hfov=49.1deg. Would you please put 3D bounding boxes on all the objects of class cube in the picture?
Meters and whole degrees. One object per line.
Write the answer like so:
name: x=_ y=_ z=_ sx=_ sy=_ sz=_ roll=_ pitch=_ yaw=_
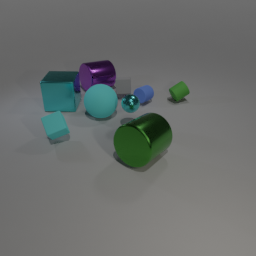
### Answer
cube: x=-0.219 y=-2.013 z=13.280 sx=0.700 sy=0.700 sz=0.700 roll=-2 pitch=17 yaw=1
cube: x=-2.942 y=-1.645 z=12.481 sx=1.400 sy=1.400 sz=1.400 roll=1 pitch=30 yaw=2
cube: x=-2.567 y=-0.087 z=9.944 sx=0.700 sy=0.700 sz=0.700 roll=-22 pitch=76 yaw=-6

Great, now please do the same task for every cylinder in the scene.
cylinder: x=0.491 y=0.351 z=8.918 sx=1.400 sy=1.400 sz=1.400 roll=20 pitch=29 yaw=30
cylinder: x=-1.540 y=-2.641 z=14.100 sx=1.400 sy=1.400 sz=1.400 roll=-17 pitch=34 yaw=-33
cylinder: x=0.721 y=-1.558 z=12.843 sx=0.700 sy=0.700 sz=0.700 roll=21 pitch=31 yaw=32
cylinder: x=2.370 y=-1.699 z=12.966 sx=0.700 sy=0.700 sz=0.700 roll=-33 pitch=36 yaw=-2

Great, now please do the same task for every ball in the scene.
ball: x=0.096 y=-0.914 z=10.477 sx=0.700 sy=0.700 sz=0.700 roll=0 pitch=30 yaw=0
ball: x=-1.124 y=-1.107 z=11.581 sx=1.400 sy=1.400 sz=1.400 roll=0 pitch=30 yaw=0
